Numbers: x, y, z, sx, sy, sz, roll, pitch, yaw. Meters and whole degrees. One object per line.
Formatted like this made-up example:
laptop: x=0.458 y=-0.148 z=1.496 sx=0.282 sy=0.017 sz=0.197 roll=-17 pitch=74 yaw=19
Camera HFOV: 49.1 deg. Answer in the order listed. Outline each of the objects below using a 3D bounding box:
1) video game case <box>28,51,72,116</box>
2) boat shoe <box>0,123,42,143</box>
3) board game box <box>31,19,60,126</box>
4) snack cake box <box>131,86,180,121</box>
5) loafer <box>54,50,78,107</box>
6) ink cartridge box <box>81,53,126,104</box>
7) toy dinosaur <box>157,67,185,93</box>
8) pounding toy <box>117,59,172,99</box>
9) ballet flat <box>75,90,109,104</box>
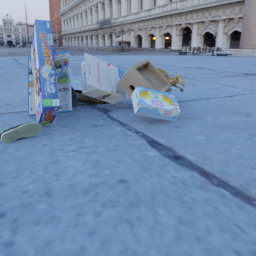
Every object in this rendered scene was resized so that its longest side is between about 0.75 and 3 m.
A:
video game case: x=-2.705 y=-1.527 z=9.640 sx=1.532 sy=2.140 sz=0.190 roll=-5 pitch=-10 yaw=9
boat shoe: x=-2.908 y=0.079 z=7.605 sx=1.112 sy=0.396 sz=0.335 roll=-21 pitch=27 yaw=-35
board game box: x=-2.476 y=-1.526 z=8.210 sx=0.446 sy=2.587 sz=1.751 roll=-3 pitch=-14 yaw=-24
snack cake box: x=0.879 y=-0.769 z=8.943 sx=1.427 sy=0.480 sz=0.821 roll=9 pitch=47 yaw=-23
loafer: x=-2.588 y=-1.814 z=10.541 sx=0.797 sy=2.219 sz=0.698 roll=-26 pitch=14 yaw=-16
ink cartridge box: x=-1.072 y=-1.844 z=10.770 sx=0.756 sy=1.283 sz=2.229 roll=-15 pitch=-18 yaw=35
toy dinosaur: x=1.288 y=-1.925 z=11.726 sx=2.958 sy=1.496 sz=0.861 roll=14 pitch=55 yaw=38
pounding toy: x=0.624 y=-1.244 z=10.470 sx=2.078 sy=1.082 sz=2.366 roll=48 pitch=39 yaw=2
ballet flat: x=-1.635 y=-1.419 z=11.805 sx=2.835 sy=0.657 sz=0.955 roll=-5 pitch=20 yaw=-23
